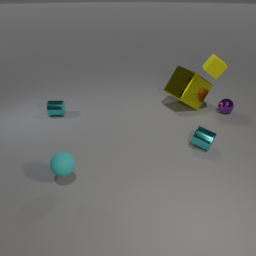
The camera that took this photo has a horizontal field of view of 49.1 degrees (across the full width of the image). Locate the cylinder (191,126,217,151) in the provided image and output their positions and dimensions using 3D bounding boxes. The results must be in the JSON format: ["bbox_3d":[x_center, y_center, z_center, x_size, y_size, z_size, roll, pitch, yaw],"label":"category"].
[{"bbox_3d":[2.755,0.375,10.210,0.700,0.700,0.700,28,36,19],"label":"cylinder"}]

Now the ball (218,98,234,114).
[{"bbox_3d":[4.561,-1.023,13.036,0.700,0.700,0.700,0,28,0],"label":"ball"}]

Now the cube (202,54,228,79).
[{"bbox_3d":[3.737,-2.647,12.078,0.700,0.700,0.700,35,26,-10],"label":"cube"}]

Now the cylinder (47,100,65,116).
[{"bbox_3d":[-3.276,-0.907,12.802,0.700,0.700,0.700,-1,28,-1],"label":"cylinder"}]

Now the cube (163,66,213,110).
[{"bbox_3d":[2.863,-1.918,13.417,1.400,1.400,1.400,23,12,-37],"label":"cube"}]

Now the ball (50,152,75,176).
[{"bbox_3d":[-1.900,1.045,8.104,0.700,0.700,0.700,0,28,0],"label":"ball"}]
